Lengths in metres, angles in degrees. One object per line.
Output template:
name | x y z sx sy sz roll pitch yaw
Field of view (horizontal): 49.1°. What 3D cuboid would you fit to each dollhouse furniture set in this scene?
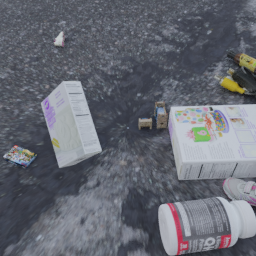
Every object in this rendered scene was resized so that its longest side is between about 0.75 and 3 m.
dollhouse furniture set | 0.742 -0.388 8.644 0.850 0.596 0.599 -4 46 -3

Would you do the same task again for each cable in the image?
cable | 4.381 -1.186 9.638 1.384 0.717 2.849 -27 64 -36

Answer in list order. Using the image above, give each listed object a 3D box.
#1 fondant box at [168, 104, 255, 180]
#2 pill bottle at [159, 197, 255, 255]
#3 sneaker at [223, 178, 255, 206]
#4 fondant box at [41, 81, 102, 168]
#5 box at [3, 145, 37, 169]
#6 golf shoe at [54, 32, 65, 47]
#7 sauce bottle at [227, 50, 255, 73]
fondant box | 2.687 0.330 7.793 2.846 0.829 2.053 -1 46 -2
pill bottle | 1.666 2.046 5.988 1.877 1.039 1.039 -6 46 -6
sneaker | 3.098 1.547 6.706 1.571 0.693 0.639 20 49 19
fondant box | -1.426 -0.057 6.834 0.521 1.291 1.789 -8 76 -43
box | -3.003 0.794 7.823 0.750 0.141 0.512 18 47 16
golf shoe | -2.990 -3.893 12.207 0.452 0.372 0.987 -6 45 -1
sauce bottle | 4.522 -2.597 10.882 0.472 0.472 1.458 -32 54 -27
